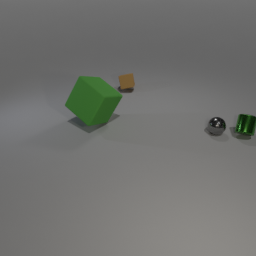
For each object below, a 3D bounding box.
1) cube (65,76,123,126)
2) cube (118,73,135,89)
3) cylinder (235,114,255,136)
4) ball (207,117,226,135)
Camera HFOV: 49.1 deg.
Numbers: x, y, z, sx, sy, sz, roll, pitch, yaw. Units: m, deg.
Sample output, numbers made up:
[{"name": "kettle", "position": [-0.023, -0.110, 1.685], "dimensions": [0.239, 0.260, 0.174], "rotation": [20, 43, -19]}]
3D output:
[{"name": "cube", "position": [-1.353, -1.097, 11.168], "dimensions": [1.400, 1.400, 1.400], "rotation": [40, 23, 18]}, {"name": "cube", "position": [-0.055, -2.475, 14.785], "dimensions": [0.700, 0.700, 0.700], "rotation": [-9, 13, 9]}, {"name": "cylinder", "position": [4.477, -0.110, 10.616], "dimensions": [0.700, 0.700, 0.700], "rotation": [14, -4, 1]}, {"name": "ball", "position": [3.435, -0.081, 10.845], "dimensions": [0.700, 0.700, 0.700], "rotation": [0, 29, 0]}]
